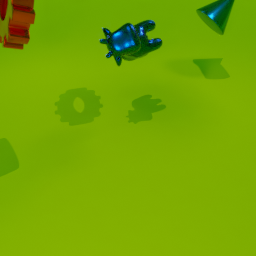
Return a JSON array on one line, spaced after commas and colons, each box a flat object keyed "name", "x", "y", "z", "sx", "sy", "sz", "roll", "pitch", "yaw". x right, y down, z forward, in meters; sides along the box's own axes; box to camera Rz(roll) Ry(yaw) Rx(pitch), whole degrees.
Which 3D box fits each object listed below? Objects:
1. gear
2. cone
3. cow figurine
[{"name": "gear", "x": -2.017, "y": -2.367, "z": 4.945, "sx": 0.342, "sy": 1.847, "sz": 1.847, "roll": -2, "pitch": 33, "yaw": -33}, {"name": "cone", "x": 2.897, "y": -3.666, "z": 8.527, "sx": 1.140, "sy": 1.144, "sz": 1.140, "roll": 39, "pitch": 15, "yaw": -13}, {"name": "cow figurine", "x": -0.004, "y": -1.720, "z": 5.790, "sx": 1.397, "sy": 0.780, "sz": 1.420, "roll": -25, "pitch": 6, "yaw": -20}]
